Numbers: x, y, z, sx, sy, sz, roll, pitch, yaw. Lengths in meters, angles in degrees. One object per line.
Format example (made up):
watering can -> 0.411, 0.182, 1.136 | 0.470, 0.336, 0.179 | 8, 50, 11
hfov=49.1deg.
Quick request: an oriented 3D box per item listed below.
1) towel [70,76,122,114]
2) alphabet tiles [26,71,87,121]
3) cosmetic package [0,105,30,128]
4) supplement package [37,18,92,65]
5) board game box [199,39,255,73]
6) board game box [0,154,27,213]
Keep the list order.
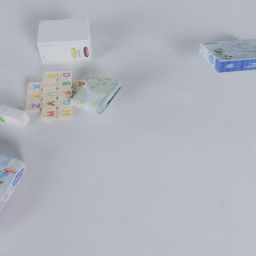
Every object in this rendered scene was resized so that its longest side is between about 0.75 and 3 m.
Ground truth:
towel -> -0.973, -1.070, 8.806 | 1.183, 0.333, 1.382 | 17, 57, 32
alphabet tiles -> -2.301, -1.100, 9.114 | 1.945, 0.145, 1.988 | -4, 57, -7
cosmetic package -> -3.487, -0.351, 8.473 | 0.873, 0.470, 0.371 | 15, 57, 12
supplement package -> -2.282, -3.181, 10.250 | 1.775, 0.984, 1.383 | -6, 53, -3
board game box -> 3.802, -2.543, 9.681 | 2.097, 0.455, 2.087 | -5, 33, -2
board game box -> -4.099, 1.511, 6.922 | 2.257, 0.464, 2.252 | 16, 52, 8
